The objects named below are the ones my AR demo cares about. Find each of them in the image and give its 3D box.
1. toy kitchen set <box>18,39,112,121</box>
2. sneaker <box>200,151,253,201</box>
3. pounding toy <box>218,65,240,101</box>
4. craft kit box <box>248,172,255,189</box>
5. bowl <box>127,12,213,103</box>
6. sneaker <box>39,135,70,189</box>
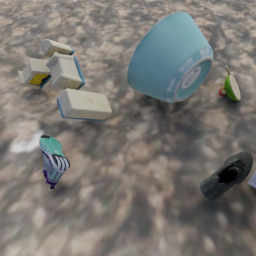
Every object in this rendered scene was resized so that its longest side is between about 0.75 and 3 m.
[{"bbox_3d":[-1.799,-0.972,7.622,1.326,1.804,2.252,3,59,-50],"label":"toy kitchen set"},{"bbox_3d":[2.167,0.910,5.736,1.511,0.686,0.574,-33,71,-30],"label":"sneaker"},{"bbox_3d":[2.840,-1.192,8.051,0.456,0.759,0.984,-19,67,34],"label":"pounding toy"},{"bbox_3d":[3.811,0.842,4.666,0.649,2.676,2.643,-28,53,-37],"label":"craft kit box"},{"bbox_3d":[1.271,-1.586,7.298,2.391,2.391,1.251,-32,65,-26],"label":"bowl"},{"bbox_3d":[-1.790,0.704,6.284,0.566,0.666,1.521,24,12,-32],"label":"sneaker"}]
